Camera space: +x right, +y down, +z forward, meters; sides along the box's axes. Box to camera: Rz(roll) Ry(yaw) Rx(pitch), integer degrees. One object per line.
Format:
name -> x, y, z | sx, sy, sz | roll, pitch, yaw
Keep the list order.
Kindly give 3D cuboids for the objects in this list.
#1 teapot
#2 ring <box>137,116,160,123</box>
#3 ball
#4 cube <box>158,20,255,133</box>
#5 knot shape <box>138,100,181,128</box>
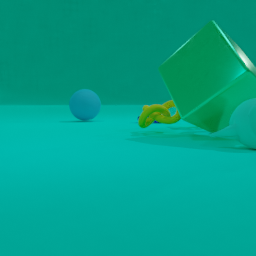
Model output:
teapot -> 1.873, -0.041, 4.318 | 1.236, 0.769, 0.605 | -14, -3, -18
ring -> 0.879, -0.316, 10.025 | 1.098, 0.220, 1.098 | 2, 4, 0
ball -> -1.636, -0.877, 10.678 | 1.194, 1.194, 1.194 | 0, 5, 0
cube -> 1.656, -0.881, 5.363 | 1.349, 1.349, 1.349 | 18, -47, -44
knot shape -> 0.695, -0.326, 6.490 | 1.077, 0.498, 1.008 | -13, 6, -8
